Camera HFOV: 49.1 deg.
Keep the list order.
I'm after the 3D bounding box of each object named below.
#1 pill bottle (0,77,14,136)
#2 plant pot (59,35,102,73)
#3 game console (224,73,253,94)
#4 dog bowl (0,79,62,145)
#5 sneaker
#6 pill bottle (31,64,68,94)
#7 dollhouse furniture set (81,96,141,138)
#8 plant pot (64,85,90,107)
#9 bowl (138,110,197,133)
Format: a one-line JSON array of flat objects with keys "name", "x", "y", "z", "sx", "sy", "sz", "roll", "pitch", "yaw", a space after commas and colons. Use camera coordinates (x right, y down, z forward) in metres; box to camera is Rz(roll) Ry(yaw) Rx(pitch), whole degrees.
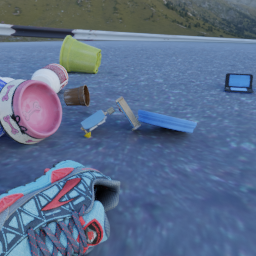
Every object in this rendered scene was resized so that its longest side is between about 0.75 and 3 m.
[{"name": "pill bottle", "x": -3.864, "y": -0.486, "z": 7.516, "sx": 1.657, "sy": 1.657, "sz": 2.957, "roll": 2, "pitch": 21, "yaw": 5}, {"name": "plant pot", "x": -2.792, "y": -4.274, "z": 17.129, "sx": 2.096, "sy": 2.280, "sz": 2.280, "roll": 14, "pitch": 22, "yaw": 3}, {"name": "game console", "x": 5.139, "y": -2.074, "z": 12.950, "sx": 1.230, "sy": 0.728, "sz": 1.050, "roll": 5, "pitch": 21, "yaw": 16}, {"name": "dog bowl", "x": -2.415, "y": -0.461, "z": 7.199, "sx": 0.637, "sy": 1.727, "sz": 1.727, "roll": -9, "pitch": 15, "yaw": 29}, {"name": "sneaker", "x": -0.927, "y": 1.252, "z": 3.822, "sx": 1.318, "sy": 1.094, "sz": 2.760, "roll": 9, "pitch": 23, "yaw": 18}, {"name": "pill bottle", "x": -3.437, "y": -2.040, "z": 12.162, "sx": 1.220, "sy": 1.220, "sz": 2.161, "roll": 1, "pitch": 21, "yaw": 2}, {"name": "dollhouse furniture set", "x": -0.527, "y": -0.077, "z": 8.335, "sx": 1.503, "sy": 0.981, "sz": 1.419, "roll": -32, "pitch": 0, "yaw": 0}, {"name": "plant pot", "x": -1.810, "y": -1.094, "z": 9.868, "sx": 0.759, "sy": 0.767, "sz": 0.767, "roll": -6, "pitch": 20, "yaw": 10}, {"name": "bowl", "x": 1.070, "y": -0.182, "z": 7.884, "sx": 1.666, "sy": 0.327, "sz": 1.666, "roll": 13, "pitch": 3, "yaw": -1}]
